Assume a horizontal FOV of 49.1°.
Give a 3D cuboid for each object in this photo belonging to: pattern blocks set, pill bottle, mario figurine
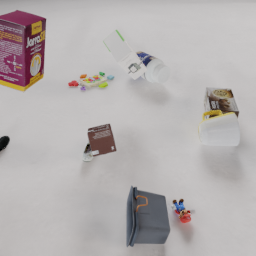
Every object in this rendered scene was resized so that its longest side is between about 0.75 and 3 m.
[{"bbox_3d":[-1.919,-2.604,15.305,1.972,0.182,2.244,20,39,26],"label":"pattern blocks set"},{"bbox_3d":[1.173,-3.275,15.278,1.294,1.294,2.331,-23,41,-30],"label":"pill bottle"},{"bbox_3d":[1.567,2.305,7.962,0.520,0.446,0.842,-37,29,7],"label":"mario figurine"}]

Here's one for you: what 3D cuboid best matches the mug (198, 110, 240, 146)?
[{"bbox_3d":[3.367,0.084,10.708,1.303,1.271,1.587,-8,13,3],"label":"mug"}]

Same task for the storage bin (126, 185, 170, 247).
[{"bbox_3d":[0.537,2.333,7.521,1.021,1.106,1.520,8,34,-7],"label":"storage bin"}]

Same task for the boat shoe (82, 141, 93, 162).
[{"bbox_3d":[-1.364,0.726,10.298,0.463,0.403,1.255,8,36,12],"label":"boat shoe"}]

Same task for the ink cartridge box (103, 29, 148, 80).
[{"bbox_3d":[-0.084,-3.110,12.113,0.795,1.891,1.376,-36,66,12],"label":"ink cartridge box"}]

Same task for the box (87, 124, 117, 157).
[{"bbox_3d":[-0.781,0.341,8.378,0.725,0.717,0.873,-13,11,-4],"label":"box"}]

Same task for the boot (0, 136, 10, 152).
[{"bbox_3d":[-5.156,0.611,10.411,0.998,0.454,1.188,14,43,13],"label":"boot"}]

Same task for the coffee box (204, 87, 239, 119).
[{"bbox_3d":[4.043,-0.943,12.321,1.183,0.835,2.092,5,35,7],"label":"coffee box"}]

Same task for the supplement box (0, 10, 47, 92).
[{"bbox_3d":[-3.547,-2.550,9.266,1.131,2.192,1.435,17,33,5],"label":"supplement box"}]
